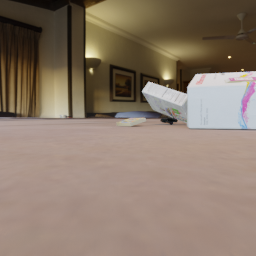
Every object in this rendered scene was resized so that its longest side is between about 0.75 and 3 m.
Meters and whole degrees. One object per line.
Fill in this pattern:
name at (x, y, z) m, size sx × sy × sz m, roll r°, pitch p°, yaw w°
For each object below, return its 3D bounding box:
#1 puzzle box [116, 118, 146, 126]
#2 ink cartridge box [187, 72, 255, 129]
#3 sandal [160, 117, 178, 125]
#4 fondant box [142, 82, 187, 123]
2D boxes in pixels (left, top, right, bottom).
puzzle box at (0.103, -0.216, 9.832) m, size 0.658 × 0.126 × 0.990 m, roll -18°, pitch 11°, yaw -29°
ink cartridge box at (3.211, -0.827, 7.803) m, size 2.923 × 1.237 × 2.112 m, roll 0°, pitch 19°, yaw 20°
sandal at (1.597, -0.237, 10.896) m, size 0.362 × 0.230 × 0.963 m, roll 25°, pitch -14°, yaw -22°
fondant box at (1.683, -1.019, 11.425) m, size 1.971 × 0.574 × 1.422 m, roll 27°, pitch -14°, yaw 36°
